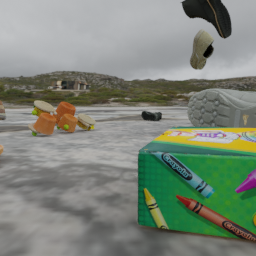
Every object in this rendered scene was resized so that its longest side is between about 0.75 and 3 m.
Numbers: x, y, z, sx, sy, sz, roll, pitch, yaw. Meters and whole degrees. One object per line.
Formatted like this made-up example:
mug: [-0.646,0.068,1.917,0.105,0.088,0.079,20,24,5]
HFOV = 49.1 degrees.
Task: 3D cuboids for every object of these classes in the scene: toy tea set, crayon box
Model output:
toy tea set: [-1.768,-0.110,6.941,1.194,0.743,2.007,35,17,22]
crayon box: [0.747,0.297,2.273,0.984,0.483,1.657,2,6,16]

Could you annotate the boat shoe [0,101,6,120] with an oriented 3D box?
boat shoe: [-6.060,-0.850,12.187,2.554,0.917,0.967,4,7,39]

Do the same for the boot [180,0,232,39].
boot: [2.514,-3.582,9.042,0.671,1.733,1.199,-34,14,-36]

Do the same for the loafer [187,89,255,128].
loafer: [2.291,-0.189,5.272,1.022,1.024,2.928,2,11,-30]

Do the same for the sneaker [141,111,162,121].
sneaker: [0.996,-0.488,11.368,0.571,0.381,0.996,-2,8,-38]

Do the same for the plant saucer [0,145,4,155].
plant saucer: [-2.080,0.345,3.368,1.074,0.201,1.074,1,5,0]

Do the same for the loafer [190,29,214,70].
loafer: [1.117,-1.107,4.182,0.269,0.299,0.789,39,-11,24]
